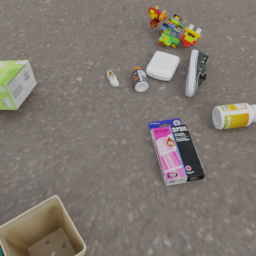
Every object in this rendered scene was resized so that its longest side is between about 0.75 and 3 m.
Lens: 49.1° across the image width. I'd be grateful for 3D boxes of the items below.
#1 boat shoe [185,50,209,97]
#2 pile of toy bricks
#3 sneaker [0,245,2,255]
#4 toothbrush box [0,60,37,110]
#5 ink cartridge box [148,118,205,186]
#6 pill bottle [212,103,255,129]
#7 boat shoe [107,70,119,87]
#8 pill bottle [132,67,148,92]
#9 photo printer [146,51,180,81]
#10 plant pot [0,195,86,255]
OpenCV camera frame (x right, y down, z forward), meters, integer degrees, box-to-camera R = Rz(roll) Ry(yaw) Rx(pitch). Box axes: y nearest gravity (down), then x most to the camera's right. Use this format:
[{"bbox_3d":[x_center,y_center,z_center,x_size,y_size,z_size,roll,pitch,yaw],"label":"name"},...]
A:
[{"bbox_3d":[2.665,-2.143,10.689,0.717,0.869,2.532,11,51,8],"label":"boat shoe"},{"bbox_3d":[1.777,-4.071,12.139,2.463,1.367,1.216,30,85,3],"label":"pile of toy bricks"},{"bbox_3d":[-4.229,2.983,6.516,2.617,1.094,1.580,-2,57,-12],"label":"sneaker"},{"bbox_3d":[-4.676,-1.490,9.654,2.357,1.015,1.716,0,39,12],"label":"toothbrush box"},{"bbox_3d":[1.460,0.578,8.863,1.165,0.456,2.461,-8,50,-6],"label":"ink cartridge box"},{"bbox_3d":[3.636,-0.413,9.371,1.417,0.787,0.787,-7,53,-6],"label":"pill bottle"},{"bbox_3d":[-0.593,-1.942,10.871,0.297,0.293,0.839,-19,55,-14],"label":"boat shoe"},{"bbox_3d":[0.431,-1.888,10.685,0.526,0.526,0.990,-7,52,-6],"label":"pill bottle"},{"bbox_3d":[1.368,-2.433,11.148,1.082,0.452,1.301,19,55,13],"label":"photo printer"},{"bbox_3d":[-1.900,2.782,6.560,1.499,1.329,1.501,-28,58,-20],"label":"plant pot"}]
